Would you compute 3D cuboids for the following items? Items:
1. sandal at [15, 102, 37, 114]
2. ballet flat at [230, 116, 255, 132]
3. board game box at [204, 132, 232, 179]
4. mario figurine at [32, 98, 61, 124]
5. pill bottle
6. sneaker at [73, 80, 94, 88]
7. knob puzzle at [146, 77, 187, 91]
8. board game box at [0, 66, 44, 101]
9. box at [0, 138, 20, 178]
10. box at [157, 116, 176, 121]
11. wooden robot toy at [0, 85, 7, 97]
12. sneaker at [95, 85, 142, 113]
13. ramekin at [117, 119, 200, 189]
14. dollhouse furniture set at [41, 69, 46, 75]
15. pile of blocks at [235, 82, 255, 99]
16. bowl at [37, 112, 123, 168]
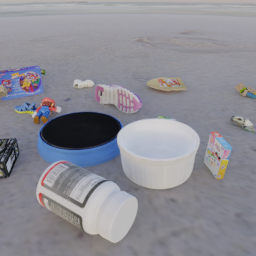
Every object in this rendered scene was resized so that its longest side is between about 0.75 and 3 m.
[{"bbox_3d":[-4.192,-0.859,11.639,1.100,0.479,0.437,3,30,10],"label":"sandal"},{"bbox_3d":[4.319,-0.190,10.477,0.393,0.393,1.092,-21,35,-34],"label":"ballet flat"},{"bbox_3d":[2.491,0.764,7.851,0.215,1.067,0.816,-5,33,-13],"label":"board game box"},{"bbox_3d":[-3.266,-0.609,11.287,0.877,0.753,1.421,32,35,-17],"label":"mario figurine"},{"bbox_3d":[-0.910,1.599,6.243,2.084,1.187,1.187,19,33,30],"label":"pill bottle"},{"bbox_3d":[-2.278,-2.190,14.344,1.086,0.406,0.541,2,44,9],"label":"sneaker"},{"bbox_3d":[1.875,-2.181,14.313,2.082,0.289,2.082,0,28,0],"label":"knob puzzle"},{"bbox_3d":[-5.026,-2.121,13.136,1.913,1.286,0.428,-16,31,-28],"label":"board game box"},{"bbox_3d":[-3.930,0.886,8.222,1.088,0.572,1.328,-3,28,-6],"label":"box"},{"bbox_3d":[1.314,-0.139,10.584,0.713,0.179,0.988,14,30,24],"label":"box"},{"bbox_3d":[-6.439,-1.119,12.045,2.392,1.054,1.085,-9,64,-17],"label":"wooden robot toy"},{"bbox_3d":[-0.271,-1.393,12.188,2.501,1.006,1.106,23,28,38],"label":"sneaker"},{"bbox_3d":[0.840,0.702,7.972,2.255,1.099,2.255,-2,29,1],"label":"ramekin"},{"bbox_3d":[-5.140,-2.953,15.486,0.440,0.569,1.139,17,32,28],"label":"dollhouse furniture set"},{"bbox_3d":[5.763,-1.647,13.300,1.396,0.573,0.434,34,-1,33],"label":"pile of blocks"},{"bbox_3d":[-1.549,0.246,9.432,2.966,0.582,2.966,0,28,0],"label":"bowl"}]
